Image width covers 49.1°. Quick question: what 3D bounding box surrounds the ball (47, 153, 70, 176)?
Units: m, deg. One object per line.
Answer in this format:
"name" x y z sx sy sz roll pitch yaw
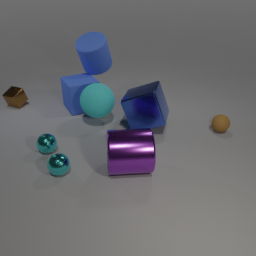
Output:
"ball" -2.172 1.139 8.774 0.700 0.700 0.700 0 30 0

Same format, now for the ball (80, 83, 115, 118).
"ball" -1.240 -1.108 11.351 1.400 1.400 1.400 0 30 0

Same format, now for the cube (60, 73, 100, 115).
"cube" -2.170 -1.593 12.872 1.400 1.400 1.400 -14 33 -23

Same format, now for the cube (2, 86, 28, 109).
"cube" -5.276 -1.444 13.141 0.700 0.700 0.700 13 52 21

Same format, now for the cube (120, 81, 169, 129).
"cube" 0.710 -0.853 11.102 1.400 1.400 1.400 -13 23 20

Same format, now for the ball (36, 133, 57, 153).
"ball" -2.853 0.538 9.825 0.700 0.700 0.700 0 30 0

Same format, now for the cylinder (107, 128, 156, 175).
"cylinder" 0.059 0.731 8.770 1.400 1.400 1.400 -2 30 -5

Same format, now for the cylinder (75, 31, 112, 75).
"cylinder" -1.530 -3.391 12.756 1.400 1.400 1.400 -6 54 8

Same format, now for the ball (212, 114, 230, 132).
"ball" 3.666 -0.190 11.062 0.700 0.700 0.700 0 30 0
